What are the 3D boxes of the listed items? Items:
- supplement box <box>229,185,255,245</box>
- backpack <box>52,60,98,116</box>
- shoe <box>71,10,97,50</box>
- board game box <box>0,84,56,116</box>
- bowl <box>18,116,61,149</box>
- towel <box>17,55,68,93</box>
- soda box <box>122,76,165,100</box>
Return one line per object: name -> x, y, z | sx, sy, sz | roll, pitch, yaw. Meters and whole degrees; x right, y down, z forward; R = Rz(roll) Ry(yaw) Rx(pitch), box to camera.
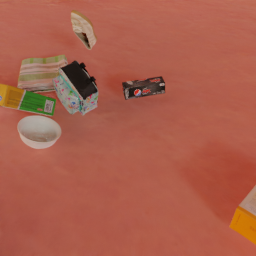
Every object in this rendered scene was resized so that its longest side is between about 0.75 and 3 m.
supplement box -> 3.245, 1.749, 6.056 | 1.896, 0.697, 1.195 | -30, 46, -34
backpack -> -1.623, -1.149, 8.994 | 1.206, 1.602, 1.422 | -35, 76, -11
shoe -> -1.699, -3.744, 10.843 | 0.719, 2.057, 0.549 | 20, 81, 16
board game box -> -4.012, -0.983, 8.499 | 2.851, 0.575, 2.182 | 11, -1, 19
bowl -> -2.567, 0.211, 8.063 | 1.216, 0.546, 1.216 | 15, 34, -11
towel -> -3.373, -2.267, 11.274 | 2.012, 0.414, 2.697 | -8, 39, -11
soda box -> 0.547, -1.401, 9.758 | 1.447, 0.458, 0.512 | -9, 38, -4
